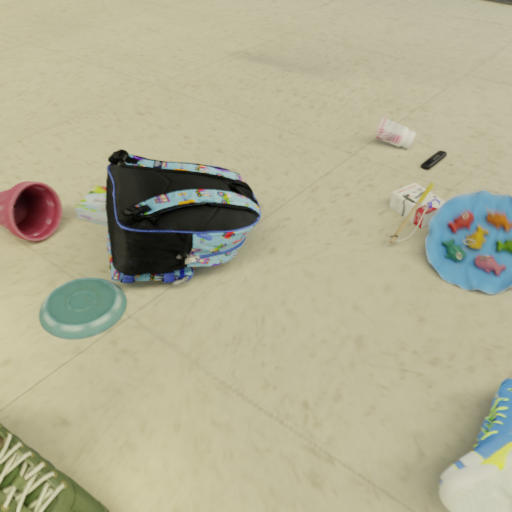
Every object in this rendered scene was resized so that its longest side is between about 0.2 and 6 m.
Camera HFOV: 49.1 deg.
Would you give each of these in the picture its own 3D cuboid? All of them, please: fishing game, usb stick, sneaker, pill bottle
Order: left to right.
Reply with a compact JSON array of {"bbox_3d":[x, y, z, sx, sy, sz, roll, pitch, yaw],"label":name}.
[{"bbox_3d":[-3.070,2.605,6.495,3.201,1.437,1.073,18,42,21],"label":"sneaker"},{"bbox_3d":[3.487,-3.060,14.063,0.914,0.518,0.518,24,43,7],"label":"pill bottle"},{"bbox_3d":[4.312,-2.322,13.580,0.263,0.155,0.948,24,45,35],"label":"usb stick"},{"bbox_3d":[4.233,-0.344,10.301,3.090,0.480,2.213,35,75,29],"label":"fishing game"},{"bbox_3d":[3.274,2.409,7.257,2.745,1.039,1.442,-7,27,-19],"label":"sneaker"}]

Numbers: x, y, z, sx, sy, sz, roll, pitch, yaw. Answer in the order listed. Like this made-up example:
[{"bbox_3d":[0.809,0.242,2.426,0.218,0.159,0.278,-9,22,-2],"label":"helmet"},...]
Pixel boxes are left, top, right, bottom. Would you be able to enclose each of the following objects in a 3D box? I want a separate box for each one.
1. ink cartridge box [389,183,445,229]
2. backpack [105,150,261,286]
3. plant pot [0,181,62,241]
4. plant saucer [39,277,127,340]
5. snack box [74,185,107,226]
[{"bbox_3d":[3.418,-1.075,11.837,0.716,0.404,0.975,-23,45,-25],"label":"ink cartridge box"},{"bbox_3d":[-1.348,-0.679,10.262,2.637,1.774,2.407,-2,39,-20],"label":"backpack"},{"bbox_3d":[-4.673,-0.913,11.189,1.038,1.160,1.160,7,37,35],"label":"plant pot"},{"bbox_3d":[-2.997,0.835,9.667,1.487,0.204,1.487,0,40,0],"label":"plant saucer"},{"bbox_3d":[-3.022,-1.022,11.814,1.273,0.337,0.905,13,44,14],"label":"snack box"}]
